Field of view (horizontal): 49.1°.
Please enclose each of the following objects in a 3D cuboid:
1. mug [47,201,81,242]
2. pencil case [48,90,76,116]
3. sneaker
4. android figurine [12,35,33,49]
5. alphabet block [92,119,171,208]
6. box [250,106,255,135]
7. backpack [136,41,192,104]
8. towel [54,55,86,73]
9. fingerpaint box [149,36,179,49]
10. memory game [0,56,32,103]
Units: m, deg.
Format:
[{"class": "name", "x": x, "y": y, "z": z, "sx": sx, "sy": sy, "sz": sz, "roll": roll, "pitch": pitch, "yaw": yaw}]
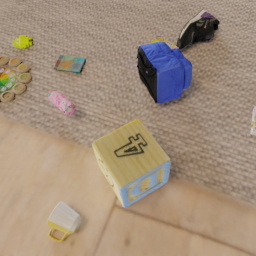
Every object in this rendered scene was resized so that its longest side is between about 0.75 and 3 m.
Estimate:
[{"class": "mug", "x": -1.859, "y": 2.769, "z": 8.271, "sx": 0.797, "sy": 0.971, "sz": 0.777, "roll": 27, "pitch": 29, "yaw": 6}, {"class": "pencil case", "x": -2.433, "y": -0.925, "z": 10.259, "sx": 0.522, "sy": 0.522, "sz": 1.193, "roll": -39, "pitch": 62, "yaw": -22}, {"class": "sneaker", "x": 3.225, "y": -4.312, "z": 12.527, "sx": 1.167, "sy": 1.009, "sz": 2.665, "roll": 35, "pitch": 64, "yaw": 14}, {"class": "android figurine", "x": -4.781, "y": -3.900, "z": 12.707, "sx": 0.893, "sy": 0.183, "sz": 0.813, "roll": -6, "pitch": 58, "yaw": -6}, {"class": "alphabet block", "x": 0.115, "y": 1.087, "z": 8.603, "sx": 1.701, "sy": 1.692, "sz": 1.732, "roll": -27, "pitch": 58, "yaw": -15}, {"class": "box", "x": 4.741, "y": -0.279, "z": 10.372, "sx": 0.249, "sy": 0.233, "sz": 1.203, "roll": 16, "pitch": 59, "yaw": 10}, {"class": "backpack", "x": 1.326, "y": -2.250, "z": 10.798, "sx": 1.798, "sy": 1.741, "sz": 2.143, "roll": -16, "pitch": 48, "yaw": -15}, {"class": "towel", "x": -2.490, "y": -2.760, "z": 12.011, "sx": 1.204, "sy": 0.131, "sz": 0.883, "roll": 10, "pitch": 57, "yaw": 6}, {"class": "fingerpaint box", "x": 1.473, "y": -3.398, "z": 12.243, "sx": 1.126, "sy": 0.413, "sz": 0.939, "roll": 38, "pitch": 66, "yaw": 21}, {"class": "memory game", "x": -5.325, "y": -2.017, "z": 11.512, "sx": 2.710, "sy": 0.173, "sz": 2.710, "roll": 0, "pitch": 58, "yaw": 0}]
